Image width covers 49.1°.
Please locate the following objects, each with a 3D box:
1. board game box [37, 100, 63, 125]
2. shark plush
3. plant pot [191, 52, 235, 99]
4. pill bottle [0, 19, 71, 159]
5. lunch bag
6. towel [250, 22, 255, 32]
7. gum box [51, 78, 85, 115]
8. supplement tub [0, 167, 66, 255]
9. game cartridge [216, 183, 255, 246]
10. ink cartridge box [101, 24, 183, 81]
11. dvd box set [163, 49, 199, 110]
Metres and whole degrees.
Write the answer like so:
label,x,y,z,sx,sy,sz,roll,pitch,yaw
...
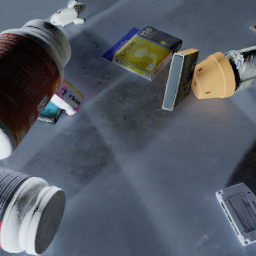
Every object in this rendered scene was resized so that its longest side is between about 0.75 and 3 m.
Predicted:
label,x,y,z,sx,sy,sz,roll,pitch,yaw
board game box,-3.448,-1.130,10.026,2.516,0.354,1.702,12,57,8
shark plush,-2.920,-4.928,12.608,2.372,1.078,0.988,-34,39,2
plant pot,2.839,-1.707,9.767,1.105,1.579,1.579,-18,57,0
pill bottle,-2.333,-0.945,5.712,1.633,1.633,2.911,15,51,10
lunch bag,3.946,-2.156,9.873,1.683,1.412,1.173,-19,55,-31
towel,5.897,-4.336,12.304,0.628,0.163,0.947,-35,63,-19
gum box,-2.154,-1.127,9.510,0.456,1.380,0.783,-16,44,41
supplement tub,-3.108,1.980,7.045,2.599,1.824,1.824,14,57,9
game cartridge,3.247,2.330,7.753,1.017,0.312,1.528,-17,58,-7
ink cartridge box,0.566,-3.233,11.339,2.447,0.575,2.418,31,62,17
dvd box set,1.413,-1.323,7.292,0.271,1.347,1.841,17,23,19
